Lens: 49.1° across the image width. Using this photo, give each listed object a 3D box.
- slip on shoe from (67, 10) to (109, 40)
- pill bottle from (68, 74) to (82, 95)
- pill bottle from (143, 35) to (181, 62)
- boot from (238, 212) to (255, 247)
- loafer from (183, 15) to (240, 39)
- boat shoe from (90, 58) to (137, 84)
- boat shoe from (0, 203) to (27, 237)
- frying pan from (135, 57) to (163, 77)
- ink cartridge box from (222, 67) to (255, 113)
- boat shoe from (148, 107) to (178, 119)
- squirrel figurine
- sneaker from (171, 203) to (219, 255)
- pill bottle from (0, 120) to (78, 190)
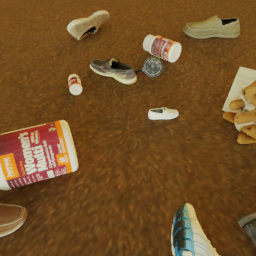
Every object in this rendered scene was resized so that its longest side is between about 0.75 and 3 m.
[{"bbox_3d":[-1.796,-5.094,13.938,0.807,1.012,2.663,52,47,1],"label":"slip on shoe"},{"bbox_3d":[-1.947,-1.613,10.260,0.452,0.452,0.824,-10,42,-11],"label":"pill bottle"},{"bbox_3d":[1.444,-3.455,12.035,1.532,0.839,0.839,31,50,30],"label":"pill bottle"},{"bbox_3d":[3.159,2.348,5.869,1.462,0.506,1.273,-15,49,-10],"label":"boot"},{"bbox_3d":[4.106,-5.001,13.690,2.785,0.939,1.059,-1,42,-1],"label":"loafer"},{"bbox_3d":[-0.590,-2.384,10.929,2.174,0.704,0.782,28,49,28],"label":"boat shoe"},{"bbox_3d":[-3.249,1.935,6.068,1.996,0.716,0.756,-5,42,-6],"label":"boat shoe"},{"bbox_3d":[0.723,-2.425,10.977,1.307,0.791,0.213,7,5,5],"label":"frying pan"},{"bbox_3d":[4.437,-1.061,9.774,1.777,0.624,2.187,20,67,21],"label":"ink cartridge box"},{"bbox_3d":[1.164,-0.499,9.096,1.008,0.329,0.371,-9,42,-10],"label":"boat shoe"},{"bbox_3d":[3.932,-0.625,8.111,1.912,1.784,1.353,-1,42,1],"label":"squirrel figurine"},{"bbox_3d":[1.495,2.621,5.303,1.072,0.927,2.473,1,50,-8],"label":"sneaker"},{"bbox_3d":[-2.613,0.725,6.944,2.511,1.376,1.376,-14,44,-15],"label":"pill bottle"}]
